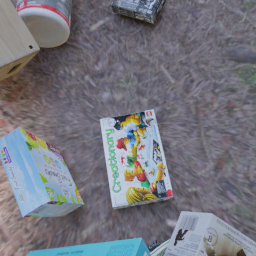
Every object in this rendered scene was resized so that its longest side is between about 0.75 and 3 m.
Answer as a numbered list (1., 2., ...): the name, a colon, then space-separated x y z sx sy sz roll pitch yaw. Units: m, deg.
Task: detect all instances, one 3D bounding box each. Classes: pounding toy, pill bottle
1. pounding toy: -3.423 -2.357 6.946 1.629 2.292 2.110 -39 105 -36
2. pill bottle: -2.338 -3.769 7.987 1.463 1.463 2.569 -1 69 0

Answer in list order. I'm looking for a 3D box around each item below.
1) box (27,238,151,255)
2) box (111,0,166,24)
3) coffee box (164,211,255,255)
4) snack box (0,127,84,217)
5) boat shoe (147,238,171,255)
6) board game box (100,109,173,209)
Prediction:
1. box: -0.757 2.697 4.954 2.612 0.642 1.075 -18 107 27
2. box: 0.357 -3.828 8.401 1.402 0.349 1.105 21 75 16
3. coffee box: 1.295 3.071 5.029 1.492 1.053 2.639 34 65 -13
4. snack box: -1.758 1.015 5.853 0.636 1.881 1.586 -30 70 1
5. boat shoe: 0.619 2.729 5.868 1.891 0.589 0.705 -17 96 -23
6. board game box: 0.164 0.706 6.752 1.389 0.381 2.201 -11 68 0
